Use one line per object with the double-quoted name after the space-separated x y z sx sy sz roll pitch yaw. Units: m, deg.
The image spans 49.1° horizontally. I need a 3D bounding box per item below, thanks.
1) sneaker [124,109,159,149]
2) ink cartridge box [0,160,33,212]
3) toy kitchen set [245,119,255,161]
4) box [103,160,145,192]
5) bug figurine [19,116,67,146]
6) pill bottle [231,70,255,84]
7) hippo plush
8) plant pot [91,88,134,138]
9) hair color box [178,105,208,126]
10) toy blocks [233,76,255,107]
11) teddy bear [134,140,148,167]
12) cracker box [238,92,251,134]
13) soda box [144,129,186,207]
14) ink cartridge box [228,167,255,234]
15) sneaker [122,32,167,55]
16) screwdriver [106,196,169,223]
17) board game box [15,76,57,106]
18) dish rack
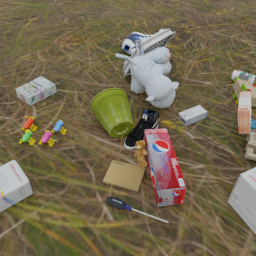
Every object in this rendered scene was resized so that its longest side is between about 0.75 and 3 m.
0.495 -0.087 10.671 0.690 1.056 1.887 27 49 27 "sneaker"
-4.006 1.917 8.751 1.634 0.677 1.191 -28 49 -27 "ink cartridge box"
5.041 0.096 9.978 1.228 1.670 2.084 13 43 15 "toy kitchen set"
-0.116 1.601 9.502 1.228 0.131 1.004 12 43 12 "box"
-3.403 0.093 10.916 1.820 0.468 1.412 5 43 5 "bug figurine"
5.585 -2.433 13.612 0.996 0.563 0.563 24 47 23 "pill bottle"
1.313 -2.179 11.952 2.278 2.860 2.299 -35 58 -4 "hippo plush"
-0.507 -0.484 10.952 1.550 1.550 1.492 -14 56 -15 "plant pot"
2.700 -0.529 11.695 1.114 0.338 0.551 -20 46 -22 "hair color box"
5.519 -1.552 12.584 1.209 0.884 1.769 9 43 -7 "toy blocks"
0.437 0.910 9.695 0.312 0.933 0.677 -8 21 -23 "teddy bear"
4.435 -0.598 10.626 0.438 1.016 1.517 0 32 24 "cracker box"
1.147 1.215 9.328 0.844 0.932 2.662 -5 42 -4 "soda box"
4.279 1.948 8.154 1.995 1.443 1.450 -18 45 -19 "ink cartridge box"
0.829 -4.520 15.750 2.327 0.937 1.704 21 54 16 "sneaker"
0.244 2.495 8.397 2.007 0.280 0.292 17 17 22 "screwdriver"
-4.227 -1.730 12.926 1.071 0.467 1.452 30 49 30 "board game box"
0.864 -3.673 13.429 2.348 2.736 0.596 -35 88 -27 "dish rack"
